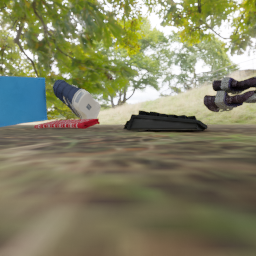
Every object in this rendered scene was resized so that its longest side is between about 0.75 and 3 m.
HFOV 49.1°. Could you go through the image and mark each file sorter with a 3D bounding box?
[{"bbox_3d":[-4.340,-0.994,10.169,1.456,1.647,2.373,2,8,27],"label":"file sorter"}]

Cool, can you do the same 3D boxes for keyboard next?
[{"bbox_3d":[0.712,-0.133,5.811,1.742,0.372,2.901,0,0,14],"label":"keyboard"}]

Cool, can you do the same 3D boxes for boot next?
[{"bbox_3d":[-2.029,-1.067,11.462,1.300,1.047,2.878,31,-13,12],"label":"boot"}]

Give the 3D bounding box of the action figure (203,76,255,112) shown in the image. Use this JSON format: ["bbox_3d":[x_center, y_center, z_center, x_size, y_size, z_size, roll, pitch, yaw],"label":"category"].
[{"bbox_3d":[3.360,-0.997,7.018,1.000,1.876,2.883,29,-15,-29],"label":"action figure"}]

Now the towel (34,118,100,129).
[{"bbox_3d":[-1.678,-0.107,7.910,1.530,0.172,1.107,-1,8,18],"label":"towel"}]
